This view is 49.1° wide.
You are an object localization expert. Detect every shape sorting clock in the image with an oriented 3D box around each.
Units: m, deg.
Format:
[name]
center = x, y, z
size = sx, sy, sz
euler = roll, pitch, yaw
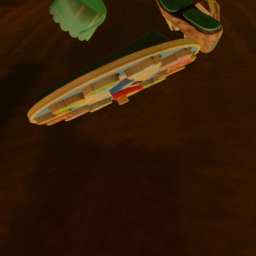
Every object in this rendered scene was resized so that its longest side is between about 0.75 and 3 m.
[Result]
[shape sorting clock]
center = -0.186, -0.634, 4.400
size = 2.784, 2.784, 0.546
euler = -27, 90, -30

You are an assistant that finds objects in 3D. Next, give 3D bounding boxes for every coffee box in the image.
[coffee box]
center = 2.683, -4.254, 9.854
size = 0.552, 1.384, 0.791
euler = -11, 68, 40

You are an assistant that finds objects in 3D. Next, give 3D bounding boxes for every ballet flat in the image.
[ballet flat]
center = 1.444, -2.789, 7.265
size = 0.865, 0.854, 2.540
euler = -22, 54, -9

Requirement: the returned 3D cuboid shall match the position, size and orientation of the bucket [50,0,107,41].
[bucket]
center = -1.194, -2.911, 6.929
size = 1.287, 0.837, 1.287
euler = 32, 36, -27
